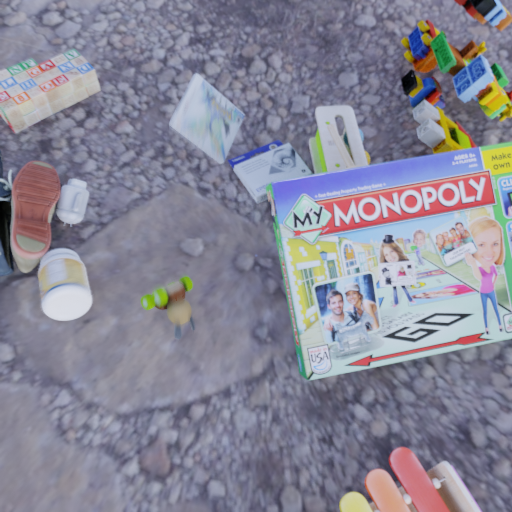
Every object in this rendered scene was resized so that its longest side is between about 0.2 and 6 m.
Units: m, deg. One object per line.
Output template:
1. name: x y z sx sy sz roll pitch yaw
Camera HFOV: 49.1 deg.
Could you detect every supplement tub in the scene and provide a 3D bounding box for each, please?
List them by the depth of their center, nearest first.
1. supplement tub: -3.366 0.489 9.812 0.805 0.805 1.113 -17 48 -11

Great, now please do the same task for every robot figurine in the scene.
1. robot figurine: -3.575 -1.025 10.909 0.522 0.784 0.924 14 85 -31

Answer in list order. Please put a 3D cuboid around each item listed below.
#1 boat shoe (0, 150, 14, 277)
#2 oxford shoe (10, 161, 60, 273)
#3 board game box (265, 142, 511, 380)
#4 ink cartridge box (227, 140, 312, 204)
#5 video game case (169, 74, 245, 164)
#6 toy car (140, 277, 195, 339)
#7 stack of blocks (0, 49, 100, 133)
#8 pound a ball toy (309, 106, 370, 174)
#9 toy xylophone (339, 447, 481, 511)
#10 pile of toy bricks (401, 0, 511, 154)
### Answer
1. boat shoe: -4.951 -0.910 10.589 0.911 1.102 2.945 -8 59 -3
2. oxford shoe: -4.274 -0.791 10.597 0.842 0.878 2.380 15 49 -24
3. board game box: 2.795 -0.014 9.345 4.789 0.697 3.223 -11 90 -7
4. ink cartridge box: 0.266 -1.863 11.692 1.338 0.272 1.341 -26 61 -16
5. video game case: -0.931 -2.679 10.990 0.146 1.329 1.212 -3 59 51
6. toy car: -1.390 0.937 9.630 0.750 0.721 0.913 -27 92 -47
7. stack of blocks: -4.879 -3.868 12.754 2.209 0.647 1.272 -34 63 -20
8. pound a ball toy: 1.814 -1.942 10.931 1.062 1.630 2.500 -3 57 -7
9. toy xylophone: 1.787 4.177 7.506 3.051 0.766 2.233 -29 62 -17
10. pile of toy bricks: 4.739 -3.807 12.096 2.223 2.498 4.503 28 43 -23
